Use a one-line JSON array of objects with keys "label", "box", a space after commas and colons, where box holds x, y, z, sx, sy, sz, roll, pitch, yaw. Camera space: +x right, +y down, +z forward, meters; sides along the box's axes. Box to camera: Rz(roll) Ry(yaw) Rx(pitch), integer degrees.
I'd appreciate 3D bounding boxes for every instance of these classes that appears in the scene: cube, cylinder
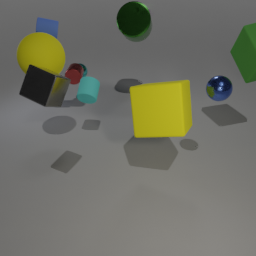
[{"label": "cube", "box": [-1.816, -0.910, 6.189, 0.700, 0.700, 0.700, 25, 9, 12]}, {"label": "cylinder", "box": [-1.377, -1.312, 9.747, 0.700, 0.700, 0.700, 5, 66, 8]}, {"label": "cylinder", "box": [-2.262, -2.297, 11.859, 0.700, 0.700, 0.700, 0, 33, 1]}, {"label": "cylinder", "box": [-2.801, -3.411, 9.721, 0.700, 0.700, 0.700, 6, 29, -15]}, {"label": "cube", "box": [0.982, -0.569, 7.919, 1.400, 1.400, 1.400, -2, 11, 21]}, {"label": "cylinder", "box": [0.303, -4.475, 11.923, 1.400, 1.400, 1.400, 4, 10, 7]}, {"label": "cube", "box": [4.507, -2.559, 9.287, 1.400, 1.400, 1.400, -15, 70, -4]}]

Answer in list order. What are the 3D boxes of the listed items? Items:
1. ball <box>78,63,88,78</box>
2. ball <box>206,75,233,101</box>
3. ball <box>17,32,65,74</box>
[{"label": "ball", "box": [-2.175, -2.556, 12.616, 0.700, 0.700, 0.700, 0, 30, 0]}, {"label": "ball", "box": [2.485, -1.078, 7.641, 0.700, 0.700, 0.700, 0, 30, 0]}, {"label": "ball", "box": [-2.601, -2.140, 8.426, 1.400, 1.400, 1.400, 0, 30, 0]}]
